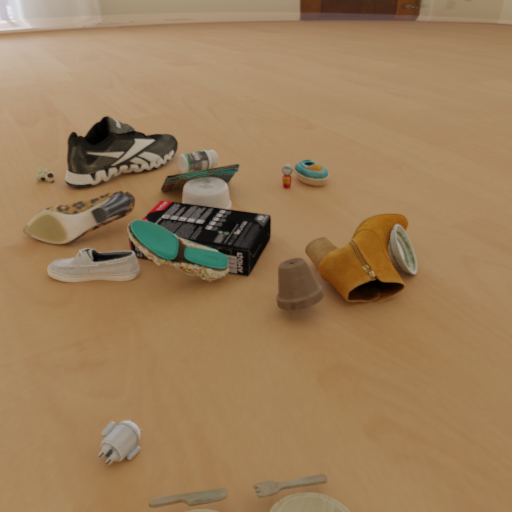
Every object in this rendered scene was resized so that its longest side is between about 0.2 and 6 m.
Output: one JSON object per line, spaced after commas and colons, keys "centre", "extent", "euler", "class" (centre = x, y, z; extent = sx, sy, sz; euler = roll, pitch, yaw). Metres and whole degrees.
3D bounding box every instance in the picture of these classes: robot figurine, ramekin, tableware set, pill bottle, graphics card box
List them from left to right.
{"centre": [-1.724, 2.362, 7.147], "extent": [0.527, 0.351, 0.621], "euler": [44, 40, 0], "class": "robot figurine"}
{"centre": [-1.596, -2.603, 15.469], "extent": [1.009, 0.571, 0.571], "euler": [-17, 34, -29], "class": "pill bottle"}
{"centre": [-1.117, -0.426, 11.633], "extent": [2.585, 0.657, 1.622], "euler": [8, 31, 14], "class": "graphics card box"}
{"centre": [-1.202, -1.427, 13.386], "extent": [1.199, 0.629, 1.199], "euler": [0, 30, 0], "class": "ramekin"}
{"centre": [0.012, 3.070, 5.889], "extent": [2.194, 0.440, 1.450], "euler": [-2, 18, -15], "class": "tableware set"}

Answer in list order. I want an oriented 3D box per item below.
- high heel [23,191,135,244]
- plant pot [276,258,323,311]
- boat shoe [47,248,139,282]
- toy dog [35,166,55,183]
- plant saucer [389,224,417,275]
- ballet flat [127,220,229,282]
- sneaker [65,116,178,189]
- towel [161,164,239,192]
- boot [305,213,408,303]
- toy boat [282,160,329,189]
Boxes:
{"centre": [-3.834, -0.883, 12.380], "extent": [2.281, 0.815, 1.626], "euler": [-10, 16, 18], "class": "high heel"}
{"centre": [0.681, 0.451, 9.620], "extent": [0.833, 0.726, 0.833], "euler": [-14, 16, 4], "class": "plant pot"}
{"centre": [-3.136, 0.134, 10.727], "extent": [1.747, 0.599, 0.629], "euler": [3, 30, 6], "class": "boat shoe"}
{"centre": [-5.586, -2.127, 14.887], "extent": [0.503, 0.351, 0.488], "euler": [12, 44, 18], "class": "toy dog"}
{"centre": [2.818, -0.094, 10.917], "extent": [0.260, 1.035, 1.035], "euler": [-20, 20, 29], "class": "plant saucer"}
{"centre": [-1.480, 0.007, 10.301], "extent": [2.030, 0.649, 0.768], "euler": [24, 47, -16], "class": "ballet flat"}
{"centre": [-3.579, -3.045, 15.189], "extent": [3.546, 1.604, 1.178], "euler": [-26, 40, -38], "class": "sneaker"}
{"centre": [-1.416, -1.913, 14.032], "extent": [1.830, 0.199, 1.342], "euler": [-12, -4, -17], "class": "towel"}
{"centre": [2.343, 0.083, 10.734], "extent": [2.485, 0.874, 1.779], "euler": [-17, 40, -20], "class": "boot"}
{"centre": [1.258, -2.193, 14.697], "extent": [1.358, 0.631, 1.142], "euler": [-18, 35, -28], "class": "toy boat"}
